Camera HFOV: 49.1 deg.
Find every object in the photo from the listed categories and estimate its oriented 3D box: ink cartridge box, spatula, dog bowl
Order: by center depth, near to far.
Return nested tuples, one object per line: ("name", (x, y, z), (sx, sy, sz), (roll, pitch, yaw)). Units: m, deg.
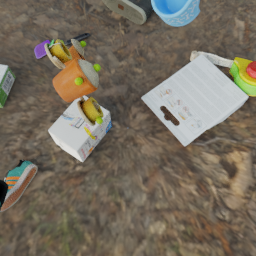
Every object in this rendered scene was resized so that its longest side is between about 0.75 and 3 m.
("dog bowl", (1.248, -3.088, 5.693), (1.136, 2.038, 0.505), (50, 32, 17))
("ink cartridge box", (-1.306, 0.021, 7.914), (1.033, 1.052, 1.429), (33, 71, 13))
("ink cartridge box", (2.008, -0.849, 8.613), (2.537, 0.724, 2.062), (-38, 71, -7))
("ink cartridge box", (-4.886, -1.470, 8.783), (2.264, 0.671, 1.175), (10, 66, 4))
("spatula", (-2.269, -2.938, 9.689), (1.998, 0.205, 0.565), (-21, 66, -11))

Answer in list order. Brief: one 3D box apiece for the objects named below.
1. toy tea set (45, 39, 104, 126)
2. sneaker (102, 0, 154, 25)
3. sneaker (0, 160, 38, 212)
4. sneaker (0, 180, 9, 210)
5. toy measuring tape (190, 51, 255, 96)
("toy tea set", (-0.967, -1.272, 5.948), (0.898, 1.443, 2.426), (-30, 55, 10))
("sneaker", (0.007, -4.793, 10.261), (2.269, 0.848, 1.205), (38, 66, 6))
("sneaker", (-3.119, 1.524, 7.583), (0.589, 0.526, 1.475), (25, 65, 19))
("sneaker", (-2.172, 1.202, 3.744), (0.606, 1.697, 0.678), (38, 101, -9))
("toy measuring tape", (3.303, -1.667, 8.715), (2.958, 1.088, 1.088), (19, 67, 13))
